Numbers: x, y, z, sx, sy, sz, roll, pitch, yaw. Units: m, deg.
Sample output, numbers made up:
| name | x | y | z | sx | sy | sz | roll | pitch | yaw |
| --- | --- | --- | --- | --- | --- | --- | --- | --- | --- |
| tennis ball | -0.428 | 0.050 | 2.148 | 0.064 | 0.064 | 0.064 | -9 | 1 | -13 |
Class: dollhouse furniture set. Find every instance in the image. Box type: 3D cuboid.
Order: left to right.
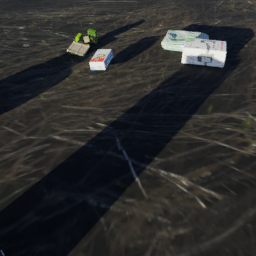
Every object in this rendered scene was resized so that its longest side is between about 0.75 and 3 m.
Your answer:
| name | x | y | z | sx | sy | sz | roll | pitch | yaw |
| --- | --- | --- | --- | --- | --- | --- | --- | --- | --- |
| dollhouse furniture set | -1.884 | -3.495 | 11.979 | 0.805 | 0.622 | 1.611 | 19 | 60 | 13 |

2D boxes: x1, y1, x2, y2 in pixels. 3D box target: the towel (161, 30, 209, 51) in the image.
| name | x | y | z | sx | sy | sz | roll | pitch | yaw |
| --- | --- | --- | --- | --- | --- | --- | --- | --- | --- |
| towel | 2.526 | -3.832 | 12.239 | 1.892 | 0.456 | 1.620 | 10 | 40 | 13 |

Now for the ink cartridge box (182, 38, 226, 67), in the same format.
| name | x | y | z | sx | sy | sz | roll | pitch | yaw |
| --- | --- | --- | --- | --- | --- | --- | --- | --- | --- |
| ink cartridge box | 2.979 | -2.960 | 10.923 | 1.581 | 0.664 | 1.151 | 9 | 39 | 12 |

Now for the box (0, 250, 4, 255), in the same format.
| name | x | y | z | sx | sy | sz | roll | pitch | yaw |
| --- | --- | --- | --- | --- | --- | --- | --- | --- | --- |
| box | -2.679 | 1.989 | 3.562 | 1.071 | 1.794 | 1.824 | 3 | 38 | 4 |

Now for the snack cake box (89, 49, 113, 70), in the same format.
| name | x | y | z | sx | sy | sz | roll | pitch | yaw |
| --- | --- | --- | --- | --- | --- | --- | --- | --- | --- |
| snack cake box | -0.975 | -2.535 | 10.348 | 0.569 | 0.333 | 0.990 | 4 | 43 | 16 |
